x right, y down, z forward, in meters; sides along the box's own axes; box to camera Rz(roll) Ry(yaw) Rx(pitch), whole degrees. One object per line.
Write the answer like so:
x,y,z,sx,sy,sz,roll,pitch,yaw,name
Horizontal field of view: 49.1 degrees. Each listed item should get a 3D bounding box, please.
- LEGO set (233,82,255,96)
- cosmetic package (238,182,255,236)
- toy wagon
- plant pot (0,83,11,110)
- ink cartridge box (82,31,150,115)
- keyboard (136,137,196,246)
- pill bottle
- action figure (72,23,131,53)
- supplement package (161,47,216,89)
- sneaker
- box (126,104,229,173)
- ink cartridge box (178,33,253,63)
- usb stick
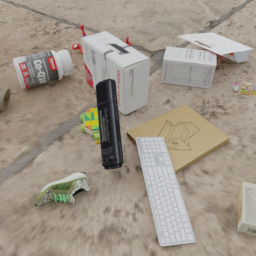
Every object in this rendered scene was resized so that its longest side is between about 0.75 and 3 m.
4.073,-1.366,9.201,1.097,0.408,0.505,-2,43,-3,LEGO set
2.627,1.694,5.885,0.554,0.374,1.053,13,44,14,cosmetic package
-0.819,-0.099,7.930,1.015,0.259,1.308,-6,43,-6,toy wagon
-4.153,-0.995,8.389,1.033,1.190,1.190,13,42,-9,plant pot
-0.402,-1.736,8.672,0.961,1.657,2.296,-26,48,-25,ink cartridge box
0.762,1.254,6.278,0.750,0.142,2.664,-4,50,-9,keyboard
-2.831,-2.034,9.477,1.785,1.017,1.017,-19,46,-19,pill bottle
-1.103,-3.577,11.132,2.353,1.165,0.768,-10,43,-7,action figure
2.060,-2.063,9.551,1.690,0.961,0.926,9,45,9,supplement package
-1.397,1.440,6.135,1.276,0.491,0.565,-25,56,-22,sneaker
1.337,0.244,7.581,2.180,0.232,1.782,-24,48,-25,box
3.240,-2.953,10.473,2.377,0.596,1.928,-22,46,-38,ink cartridge box
-0.444,-0.116,6.626,0.598,0.352,2.157,-15,75,35,usb stick
